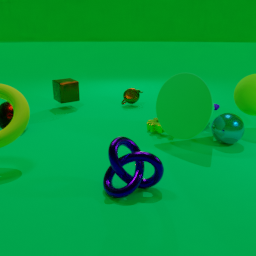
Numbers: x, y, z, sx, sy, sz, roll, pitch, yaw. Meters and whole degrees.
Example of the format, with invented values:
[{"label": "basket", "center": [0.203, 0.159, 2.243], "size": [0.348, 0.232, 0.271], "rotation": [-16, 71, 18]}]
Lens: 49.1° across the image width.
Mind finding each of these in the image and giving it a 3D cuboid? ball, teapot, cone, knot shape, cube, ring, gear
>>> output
[{"label": "ball", "center": [2.607, 0.016, 7.318], "size": [0.824, 0.824, 0.824], "rotation": [0, 19, 0]}, {"label": "teapot", "center": [0.172, -1.254, 11.182], "size": [1.066, 0.522, 0.663], "rotation": [-34, 67, -12]}, {"label": "cone", "center": [1.900, -0.551, 7.490], "size": [1.649, 1.643, 1.643], "rotation": [-1, 14, -45]}, {"label": "knot shape", "center": [0.122, 0.753, 5.154], "size": [1.076, 1.149, 0.531], "rotation": [11, -13, 0]}, {"label": "cube", "center": [-2.372, -1.434, 10.713], "size": [0.770, 0.770, 0.770], "rotation": [-14, 25, -33]}, {"label": "ring", "center": [-2.895, -0.268, 5.881], "size": [1.587, 0.317, 1.587], "rotation": [4, 61, -7]}, {"label": "gear", "center": [1.184, -0.117, 8.362], "size": [1.234, 0.228, 1.234], "rotation": [-5, 13, 1]}, {"label": "ball", "center": [3.748, -0.966, 8.188], "size": [1.222, 1.222, 1.222], "rotation": [0, 19, 0]}, {"label": "ball", "center": [-3.426, -0.344, 8.221], "size": [0.899, 0.899, 0.899], "rotation": [0, 19, 0]}]

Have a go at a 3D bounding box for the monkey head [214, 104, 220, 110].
[{"label": "monkey head", "center": [2.374, -0.431, 8.671], "size": [0.897, 0.751, 1.247], "rotation": [6, 24, 32]}]
